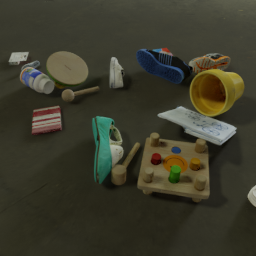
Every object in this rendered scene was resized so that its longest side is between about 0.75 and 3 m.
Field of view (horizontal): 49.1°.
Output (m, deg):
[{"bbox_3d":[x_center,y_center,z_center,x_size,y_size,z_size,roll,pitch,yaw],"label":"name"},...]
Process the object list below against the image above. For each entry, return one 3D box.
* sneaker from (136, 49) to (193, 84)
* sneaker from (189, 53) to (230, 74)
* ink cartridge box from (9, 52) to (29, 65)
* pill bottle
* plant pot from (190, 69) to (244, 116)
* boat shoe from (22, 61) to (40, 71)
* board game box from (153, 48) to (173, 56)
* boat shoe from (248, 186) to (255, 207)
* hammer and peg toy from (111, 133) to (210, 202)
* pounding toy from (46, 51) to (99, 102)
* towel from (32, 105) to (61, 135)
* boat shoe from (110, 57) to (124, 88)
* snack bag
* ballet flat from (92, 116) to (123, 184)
[{"bbox_3d":[1.738,-3.076,13.486,2.881,1.010,1.122,36,49,26],"label":"sneaker"},{"bbox_3d":[3.860,-3.191,13.686,2.293,0.898,0.886,-10,41,-25],"label":"sneaker"},{"bbox_3d":[-5.666,-3.630,14.600,0.870,0.218,1.002,-4,42,-6],"label":"ink cartridge box"},{"bbox_3d":[-3.984,-2.072,12.388,1.500,0.841,0.841,27,49,27],"label":"pill bottle"},{"bbox_3d":[3.678,-1.500,11.160,1.672,1.778,1.778,-18,44,-34],"label":"plant pot"},{"bbox_3d":[-4.852,-3.028,13.892,0.319,0.371,1.030,2,31,42],"label":"boat shoe"},{"bbox_3d":[1.865,-3.869,14.862,0.829,0.219,1.084,-11,43,-12],"label":"board game box"},{"bbox_3d":[4.587,1.614,8.290,2.347,0.814,0.831,-19,45,-20],"label":"boat shoe"},{"bbox_3d":[1.022,1.058,8.741,2.936,1.035,2.159,8,42,8],"label":"hammer and peg toy"},{"bbox_3d":[-2.677,-2.176,12.581,1.833,1.102,2.374,-22,74,-34],"label":"pounding toy"},{"bbox_3d":[-3.175,-0.322,10.955,1.089,0.172,1.511,-10,41,-8],"label":"towel"},{"bbox_3d":[-0.502,-2.596,13.085,0.674,0.738,2.052,3,42,-6],"label":"boat shoe"},{"bbox_3d":[2.494,-0.159,10.081,2.456,0.263,2.315,25,23,26],"label":"snack bag"},{"bbox_3d":[-0.664,0.586,9.352,1.000,0.957,2.841,-2,42,-7],"label":"ballet flat"}]
